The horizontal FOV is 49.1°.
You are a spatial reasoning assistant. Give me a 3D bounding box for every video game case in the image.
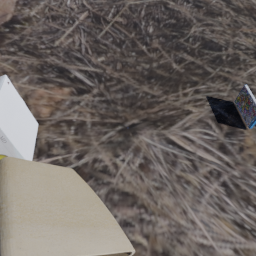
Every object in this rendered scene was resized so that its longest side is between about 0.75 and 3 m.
[{"bbox_3d":[3.072,-0.542,7.166,0.083,0.667,0.932,-7,56,-11],"label":"video game case"}]

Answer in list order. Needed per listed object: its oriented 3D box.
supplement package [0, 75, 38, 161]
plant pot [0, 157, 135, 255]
[{"bbox_3d":[-3.182,0.117,5.881,1.943,1.475,1.464,-18,39,4],"label":"supplement package"},{"bbox_3d":[-1.594,1.718,4.559,2.138,2.140,1.895,-46,50,21],"label":"plant pot"}]
